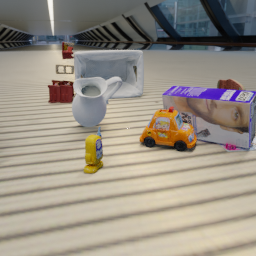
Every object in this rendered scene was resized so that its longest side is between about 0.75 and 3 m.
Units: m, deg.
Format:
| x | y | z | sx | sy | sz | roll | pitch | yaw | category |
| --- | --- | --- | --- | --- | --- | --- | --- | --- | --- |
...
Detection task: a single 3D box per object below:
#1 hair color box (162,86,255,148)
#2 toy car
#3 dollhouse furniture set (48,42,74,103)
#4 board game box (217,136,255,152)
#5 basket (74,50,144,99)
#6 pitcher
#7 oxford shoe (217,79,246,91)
| x | y | z | sx | sy | sz | roll | pitch | yaw | category |
| --- | --- | --- | --- | --- | --- | --- | --- | --- | --- |
| 1.938 | -0.325 | 6.822 | 2.127 | 1.163 | 0.689 | 9 | 34 | 34 | hair color box |
| 0.431 | 0.176 | 5.976 | 1.381 | 0.937 | 2.815 | 13 | 22 | 35 | toy car |
| -2.603 | -2.189 | 10.955 | 0.919 | 2.259 | 1.216 | 1 | 17 | -8 | dollhouse furniture set |
| 2.739 | 0.269 | 6.919 | 1.149 | 0.149 | 1.149 | -2 | 19 | -7 | board game box |
| -0.896 | -2.332 | 11.913 | 2.810 | 1.904 | 1.733 | -5 | 17 | -14 | basket |
| -0.840 | -0.735 | 7.549 | 1.337 | 1.559 | 0.945 | -17 | 65 | -21 | pitcher |
| 4.565 | -1.746 | 11.969 | 0.784 | 0.751 | 2.123 | 1 | 19 | -6 | oxford shoe |
